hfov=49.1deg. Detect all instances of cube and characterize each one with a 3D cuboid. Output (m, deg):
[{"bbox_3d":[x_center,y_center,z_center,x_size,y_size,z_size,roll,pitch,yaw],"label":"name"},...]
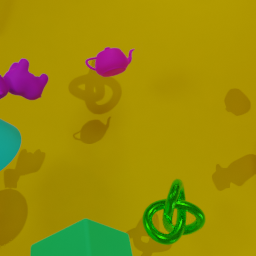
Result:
[{"bbox_3d":[-0.684,2.354,4.443,1.214,1.214,1.214,-31,47,19],"label":"cube"}]

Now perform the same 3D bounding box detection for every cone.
[{"bbox_3d":[-2.391,-0.089,3.971,1.282,1.287,1.282,-5,44,5],"label":"cone"}]

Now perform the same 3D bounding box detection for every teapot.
[{"bbox_3d":[-0.312,-1.343,5.547,1.086,0.675,0.532,-14,86,-19],"label":"teapot"}]

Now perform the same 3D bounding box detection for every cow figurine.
[{"bbox_3d":[-1.921,-0.702,4.782,0.540,0.984,0.968,-7,57,41],"label":"cow figurine"}]

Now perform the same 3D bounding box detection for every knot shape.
[{"bbox_3d":[0.911,1.562,5.393,1.250,0.578,1.170,6,88,-27],"label":"knot shape"}]
